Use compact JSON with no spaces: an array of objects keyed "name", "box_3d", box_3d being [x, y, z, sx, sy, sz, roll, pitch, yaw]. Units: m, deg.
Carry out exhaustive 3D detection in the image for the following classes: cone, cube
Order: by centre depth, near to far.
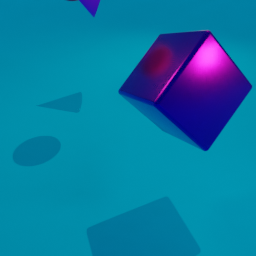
[{"name":"cube","box_3d":[0.933,-0.663,4.805,1.358,1.358,1.358,-54,29,-3]},{"name":"cone","box_3d":[-1.501,-4.481,8.924,1.387,1.382,1.382,18,32,-14]}]
